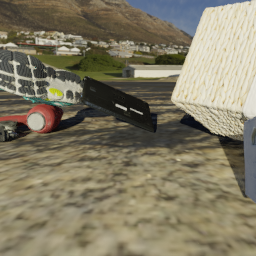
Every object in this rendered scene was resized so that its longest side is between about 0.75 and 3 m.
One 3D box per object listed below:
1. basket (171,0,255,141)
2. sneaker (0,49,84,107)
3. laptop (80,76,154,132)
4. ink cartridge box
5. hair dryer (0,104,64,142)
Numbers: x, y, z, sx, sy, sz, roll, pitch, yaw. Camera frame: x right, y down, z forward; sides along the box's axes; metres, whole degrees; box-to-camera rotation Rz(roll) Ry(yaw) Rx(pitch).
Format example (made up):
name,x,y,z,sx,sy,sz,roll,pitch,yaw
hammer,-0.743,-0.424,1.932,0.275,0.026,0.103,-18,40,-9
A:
name,x,y,z,sx,sy,sz,roll,pitch,yaw
basket,2.256,-0.894,5.256,1.723,2.142,2.123,13,-11,44
sneaker,-2.247,-0.961,6.639,1.054,1.026,2.646,-21,-25,36
laptop,-0.494,-0.493,7.677,1.952,1.137,2.202,21,31,-17
ink cartridge box,2.400,0.386,2.585,2.321,0.968,1.686,2,-4,14
hair dryer,-2.760,-0.294,7.237,2.060,0.735,2.704,14,17,41
